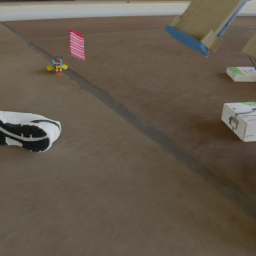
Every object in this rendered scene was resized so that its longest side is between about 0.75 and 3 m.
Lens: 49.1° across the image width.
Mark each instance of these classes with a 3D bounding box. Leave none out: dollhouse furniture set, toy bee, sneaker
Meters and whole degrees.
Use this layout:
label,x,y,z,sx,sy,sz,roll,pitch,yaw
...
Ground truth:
label,x,y,z,sx,sy,sz,roll,pitch,yaw
dollhouse furniture set,2.247,-2.072,5.291,1.470,2.126,2.253,27,12,-49
toy bee,-3.313,-2.805,12.991,0.896,0.744,1.369,-8,3,0
sneaker,-2.919,0.005,7.401,2.467,0.909,0.987,15,22,13

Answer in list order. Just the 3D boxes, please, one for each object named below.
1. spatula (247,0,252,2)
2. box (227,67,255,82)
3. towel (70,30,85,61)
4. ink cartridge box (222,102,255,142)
label,x,y,z,sx,sy,sz,roll,pitch,yaw
spatula,3.466,-3.692,8.853,0.202,2.514,1.748,43,34,1
box,5.478,-2.393,12.450,1.822,0.331,1.315,2,28,2
towel,-1.765,-2.886,9.762,0.107,0.948,0.686,-12,-15,33
ink cartridge box,3.446,-0.214,7.963,1.000,0.577,1.374,-4,28,-7
